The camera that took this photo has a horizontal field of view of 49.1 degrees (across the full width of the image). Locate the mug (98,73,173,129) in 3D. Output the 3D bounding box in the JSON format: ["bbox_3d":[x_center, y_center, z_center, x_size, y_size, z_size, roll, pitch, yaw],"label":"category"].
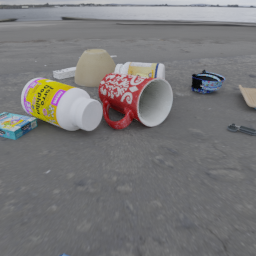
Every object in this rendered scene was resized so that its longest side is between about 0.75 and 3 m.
[{"bbox_3d":[-0.051,-1.105,9.898,2.181,1.639,2.457,-18,28,-35],"label":"mug"}]

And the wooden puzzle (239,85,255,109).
[{"bbox_3d":[5.785,-1.122,11.288,2.379,0.443,2.201,9,27,9],"label":"wooden puzzle"}]

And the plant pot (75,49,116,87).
[{"bbox_3d":[-1.588,-3.103,14.010,2.239,1.503,2.239,0,26,0],"label":"plant pot"}]

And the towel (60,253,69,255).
[{"bbox_3d":[-0.391,2.525,3.671,2.138,0.519,1.194,13,30,24],"label":"towel"}]

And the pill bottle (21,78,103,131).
[{"bbox_3d":[-2.160,-0.746,9.225,2.671,1.392,1.392,19,32,31],"label":"pill bottle"}]

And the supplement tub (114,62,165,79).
[{"bbox_3d":[0.506,-2.051,11.936,2.008,1.450,1.450,5,27,12],"label":"supplement tub"}]

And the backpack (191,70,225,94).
[{"bbox_3d":[3.611,-2.004,12.488,1.288,0.867,1.176,21,33,38],"label":"backpack"}]

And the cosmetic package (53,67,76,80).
[{"bbox_3d":[-3.194,-2.960,15.004,1.475,0.374,0.609,-22,34,-37],"label":"cosmetic package"}]

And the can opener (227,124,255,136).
[{"bbox_3d":[3.686,0.074,9.065,0.902,0.237,0.300,16,65,32],"label":"can opener"}]

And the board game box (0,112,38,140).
[{"bbox_3d":[-3.906,-0.099,9.228,1.404,0.329,1.060,10,28,20],"label":"board game box"}]
